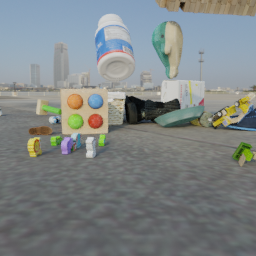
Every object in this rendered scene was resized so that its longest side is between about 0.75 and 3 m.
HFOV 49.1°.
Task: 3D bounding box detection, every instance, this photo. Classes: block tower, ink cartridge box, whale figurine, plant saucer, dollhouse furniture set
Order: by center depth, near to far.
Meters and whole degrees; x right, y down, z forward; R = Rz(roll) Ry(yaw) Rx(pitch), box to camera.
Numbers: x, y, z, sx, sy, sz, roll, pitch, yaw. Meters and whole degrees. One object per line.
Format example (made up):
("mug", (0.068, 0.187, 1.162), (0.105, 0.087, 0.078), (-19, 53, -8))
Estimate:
("dollhouse furniture set", (2.509, 0.634, 5.427), (0.752, 0.377, 0.493), (16, 27, -7))
("block tower", (2.335, -3.707, 7.800), (2.996, 0.866, 0.809), (-4, 43, -12))
("whale figurine", (1.202, -2.397, 8.698), (0.889, 1.714, 1.363), (3, 18, 24))
("plant saucer", (2.022, -0.394, 10.823), (1.975, 0.355, 1.975), (-13, -8, -2))
("ink cartridge box", (3.344, -1.804, 16.854), (2.870, 2.083, 1.197), (-7, 12, -44))

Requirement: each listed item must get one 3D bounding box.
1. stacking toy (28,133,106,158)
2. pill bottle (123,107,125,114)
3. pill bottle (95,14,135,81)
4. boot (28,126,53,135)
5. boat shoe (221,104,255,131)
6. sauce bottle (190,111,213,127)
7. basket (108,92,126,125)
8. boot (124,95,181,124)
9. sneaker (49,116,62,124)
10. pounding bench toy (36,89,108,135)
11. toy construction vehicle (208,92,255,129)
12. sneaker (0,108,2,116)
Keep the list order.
("stacking toy", (-1.357, 0.328, 6.760), (1.401, 0.436, 1.858), (1, 7, 6))
("pill bottle", (-0.839, -1.156, 16.190), (0.952, 0.952, 1.751), (7, 11, 44))
("pill bottle", (-0.439, -2.512, 8.565), (1.123, 2.001, 1.123), (-6, -33, -4))
("boot", (-2.837, 0.077, 9.311), (0.796, 0.299, 0.427), (0, 2, 10))
("boat shoe", (4.892, -0.412, 10.351), (2.806, 0.963, 1.181), (1, 7, 5))
("sauce bottle", (2.933, -0.445, 11.972), (0.653, 0.653, 2.018), (-2, 7, -12))
("basket", (-1.005, -0.944, 12.760), (1.552, 1.413, 2.290), (-1, 8, -9))
("boot", (1.034, -0.905, 13.088), (2.323, 1.169, 3.107), (-8, 19, -6))
("sneaker", (-3.150, -0.325, 12.380), (0.372, 0.369, 1.028), (28, 7, 5))
("pounding bench toy", (-2.026, -0.620, 9.853), (2.437, 1.514, 1.901), (-2, 8, -13))
("toy construction vehicle", (3.845, -0.528, 10.377), (1.572, 0.636, 1.806), (-26, -7, -43))
("sneaker", (-7.939, -0.948, 16.070), (0.504, 0.585, 1.333), (8, 12, 38))
